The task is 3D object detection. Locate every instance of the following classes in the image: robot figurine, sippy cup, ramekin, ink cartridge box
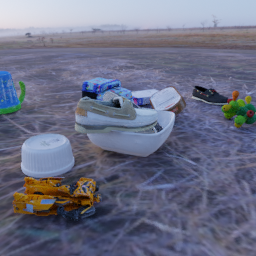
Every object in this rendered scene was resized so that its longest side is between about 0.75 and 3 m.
[{"bbox_3d":[-1.329,1.327,5.526,1.616,0.471,1.172,0,22,0],"label":"robot figurine"},{"bbox_3d":[-5.472,-1.544,11.806,1.702,1.588,2.167,1,19,1],"label":"sippy cup"},{"bbox_3d":[-2.049,0.642,7.099,1.316,0.690,1.316,0,20,0],"label":"ramekin"},{"bbox_3d":[0.742,-1.459,13.297,2.091,0.439,1.247,-8,21,-29],"label":"ink cartridge box"}]

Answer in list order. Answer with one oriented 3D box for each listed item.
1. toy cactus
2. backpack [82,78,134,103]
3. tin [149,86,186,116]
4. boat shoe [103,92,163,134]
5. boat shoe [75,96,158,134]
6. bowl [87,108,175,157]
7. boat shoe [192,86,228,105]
[{"bbox_3d":[4.491,-0.630,10.286,1.999,1.239,2.423,16,15,15],"label":"toy cactus"},{"bbox_3d":[-0.713,-1.259,11.459,1.966,1.323,1.795,14,24,31],"label":"backpack"},{"bbox_3d":[1.543,-1.054,11.291,1.277,0.477,2.280,-30,24,9],"label":"tin"},{"bbox_3d":[0.148,-0.361,8.803,2.317,0.775,0.660,41,28,24],"label":"boat shoe"},{"bbox_3d":[-0.185,-0.395,7.368,2.443,0.836,0.913,-6,20,-34],"label":"boat shoe"},{"bbox_3d":[0.120,0.086,8.379,2.334,0.872,2.338,8,21,21],"label":"bowl"},{"bbox_3d":[3.877,-1.552,13.277,0.756,0.648,2.067,-11,24,-32],"label":"boat shoe"}]
